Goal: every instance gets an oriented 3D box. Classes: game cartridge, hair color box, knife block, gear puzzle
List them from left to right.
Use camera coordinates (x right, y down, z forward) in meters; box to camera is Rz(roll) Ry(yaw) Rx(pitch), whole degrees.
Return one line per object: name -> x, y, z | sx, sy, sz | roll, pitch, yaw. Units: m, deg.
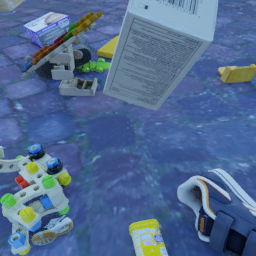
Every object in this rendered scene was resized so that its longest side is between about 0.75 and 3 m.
knife block -> -3.250, -2.878, 5.902 | 1.961, 0.715, 2.234 | -1, 40, 10
hair color box -> -3.739, -4.632, 13.174 | 1.618, 0.959, 2.960 | -33, 37, -14
gear puzzle -> -0.808, -1.014, 3.280 | 1.511, 0.198, 0.783 | -8, 34, 51
game cartridge -> -0.174, -3.761, 13.282 | 1.825, 0.336, 2.071 | 17, 43, 20

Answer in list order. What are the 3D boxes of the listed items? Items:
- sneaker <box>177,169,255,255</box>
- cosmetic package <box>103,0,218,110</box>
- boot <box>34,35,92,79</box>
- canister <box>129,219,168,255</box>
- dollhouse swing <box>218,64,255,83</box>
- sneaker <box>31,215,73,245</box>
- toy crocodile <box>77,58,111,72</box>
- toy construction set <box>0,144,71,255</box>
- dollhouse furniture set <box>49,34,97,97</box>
sneaker -> 2.042, 1.917, 5.167 | 1.186, 1.172, 2.987 | -11, 28, -21
cosmetic package -> 0.502, -1.681, 5.987 | 1.543, 2.984, 1.302 | 17, 68, -8
boot -> -2.752, -3.210, 11.986 | 2.526, 1.008, 2.778 | -17, 38, -7
canister -> 0.397, 2.234, 5.399 | 0.605, 0.353, 0.815 | -8, 39, -10
dollhouse swing -> 4.218, -2.342, 10.943 | 1.123, 1.021, 0.987 | -6, 59, -7
sneaker -> -1.561, 2.065, 5.704 | 0.846, 0.320, 0.371 | -15, 29, -30
toy crocodile -> -1.401, -2.552, 11.584 | 1.526, 0.471, 0.515 | 2, 76, 5
toy construction set -> -2.311, 1.203, 6.127 | 1.785, 1.254, 2.723 | -37, 55, -27
dollhouse furniture set -> -1.814, -2.133, 9.833 | 1.250, 1.882, 1.650 | 2, 38, 3
